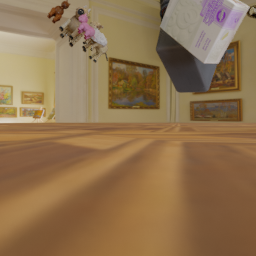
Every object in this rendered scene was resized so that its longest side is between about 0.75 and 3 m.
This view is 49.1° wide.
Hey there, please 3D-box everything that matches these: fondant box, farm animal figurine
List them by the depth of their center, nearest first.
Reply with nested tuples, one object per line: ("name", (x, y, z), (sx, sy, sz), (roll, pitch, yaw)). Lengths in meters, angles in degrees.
("fondant box", (1.749, -2.687, 6.859), (0.570, 1.411, 1.956), (-8, 46, -34))
("farm animal figurine", (-1.094, -2.572, 7.181), (1.759, 0.884, 1.420), (37, -12, 28))

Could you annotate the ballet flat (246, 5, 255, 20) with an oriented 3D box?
("ballet flat", (4.033, -3.365, 8.220), (0.559, 0.605, 1.794), (6, 19, -8))

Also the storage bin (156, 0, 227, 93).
("storage bin", (1.859, -2.523, 9.121), (2.022, 1.866, 2.778), (3, -31, 32))
